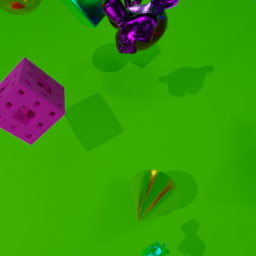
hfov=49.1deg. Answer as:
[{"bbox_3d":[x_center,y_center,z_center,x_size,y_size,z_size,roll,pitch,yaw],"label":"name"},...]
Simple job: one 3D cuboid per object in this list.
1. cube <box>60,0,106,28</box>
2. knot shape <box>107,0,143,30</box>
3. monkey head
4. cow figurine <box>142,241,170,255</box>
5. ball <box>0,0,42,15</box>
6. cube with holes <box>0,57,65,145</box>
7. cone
[{"bbox_3d":[-0.998,-3.232,7.071,0.931,0.931,0.931,-49,37,-1],"label":"cube"},{"bbox_3d":[-0.164,-3.788,8.233,1.394,0.688,1.490,-26,111,15],"label":"knot shape"},{"bbox_3d":[0.134,-2.308,5.999,1.359,1.890,1.139,46,42,-17],"label":"monkey head"},{"bbox_3d":[0.530,2.684,5.178,0.531,0.967,0.951,23,98,-27],"label":"cow figurine"},{"bbox_3d":[-2.438,-3.082,6.082,1.184,1.184,1.184,0,71,0],"label":"ball"},{"bbox_3d":[-2.346,-0.623,6.571,1.209,1.209,1.209,-39,36,17],"label":"cube with holes"},{"bbox_3d":[0.413,1.740,6.211,1.253,1.258,1.253,6,107,19],"label":"cone"}]
